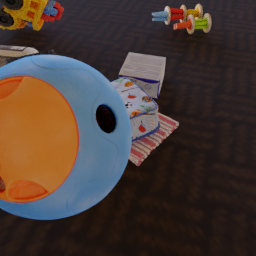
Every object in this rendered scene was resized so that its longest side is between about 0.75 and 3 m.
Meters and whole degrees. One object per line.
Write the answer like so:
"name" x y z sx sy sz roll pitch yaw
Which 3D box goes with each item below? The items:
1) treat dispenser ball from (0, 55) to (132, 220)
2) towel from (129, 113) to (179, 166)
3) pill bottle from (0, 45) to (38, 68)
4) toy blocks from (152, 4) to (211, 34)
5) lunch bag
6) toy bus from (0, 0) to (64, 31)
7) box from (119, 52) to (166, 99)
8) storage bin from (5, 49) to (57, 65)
"treat dispenser ball" -0.785 0.089 2.891 1.641 1.641 1.641 0 46 0
"towel" 0.324 0.117 7.380 1.302 0.266 1.780 29 52 29
"pill bottle" -3.396 -1.852 8.580 2.259 1.250 1.250 6 46 5
"toy blocks" 2.122 -4.424 11.453 2.048 0.744 1.707 -7 46 -7
"lunch bag" -0.364 -0.433 7.264 1.811 0.854 2.260 -24 37 -15
"toy bus" -3.853 -4.756 11.180 2.258 2.352 1.596 23 50 -24
"box" 0.467 -1.669 8.777 1.236 0.705 1.344 11 46 10
"storage bin" -1.990 -0.481 6.849 1.254 1.809 2.676 -17 48 -15
